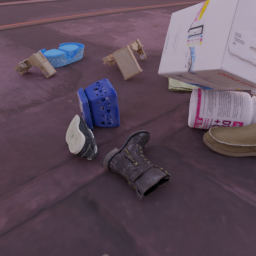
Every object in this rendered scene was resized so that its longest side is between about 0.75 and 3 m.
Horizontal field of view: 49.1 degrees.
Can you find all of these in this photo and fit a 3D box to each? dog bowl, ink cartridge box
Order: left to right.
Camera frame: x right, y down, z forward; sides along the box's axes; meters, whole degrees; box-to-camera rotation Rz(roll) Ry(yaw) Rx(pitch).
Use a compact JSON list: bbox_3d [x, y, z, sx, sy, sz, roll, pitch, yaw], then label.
[{"bbox_3d":[-3.442,-3.830,14.691,1.479,0.658,2.654,23,40,31],"label":"dog bowl"},{"bbox_3d":[2.654,-2.312,8.135,2.073,2.037,2.816,12,3,-28],"label":"ink cartridge box"}]

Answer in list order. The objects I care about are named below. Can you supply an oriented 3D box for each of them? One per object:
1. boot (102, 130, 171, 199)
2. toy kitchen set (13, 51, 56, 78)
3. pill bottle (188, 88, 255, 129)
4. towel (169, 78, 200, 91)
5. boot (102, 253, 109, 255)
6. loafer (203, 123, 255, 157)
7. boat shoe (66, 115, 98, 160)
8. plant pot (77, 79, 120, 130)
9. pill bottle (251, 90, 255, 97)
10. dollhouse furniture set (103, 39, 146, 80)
[{"bbox_3d":[0.437,0.940,7.424,1.654,0.658,1.900,29,50,32],"label":"boot"},{"bbox_3d":[-4.376,-2.574,12.902,1.362,1.229,1.111,-30,16,30],"label":"toy kitchen set"},{"bbox_3d":[3.171,-0.545,9.005,2.292,1.299,1.299,6,33,9],"label":"pill bottle"},{"bbox_3d":[2.429,-2.074,12.263,1.355,0.333,1.827,4,33,4],"label":"towel"},{"bbox_3d":[-0.269,2.740,4.735,1.033,0.411,1.187,20,35,28],"label":"boot"},{"bbox_3d":[3.606,0.258,8.094,2.744,0.925,1.043,5,33,8],"label":"loafer"},{"bbox_3d":[-1.409,0.263,8.492,0.724,0.769,2.140,27,14,-27],"label":"boat shoe"},{"bbox_3d":[-1.013,-0.755,9.411,1.159,1.289,1.290,-15,35,-11],"label":"plant pot"},{"bbox_3d":[5.646,-1.282,10.372,1.066,1.066,1.843,-22,38,-30],"label":"pill bottle"},{"bbox_3d":[-0.037,-3.298,13.658,1.511,1.290,2.915,-23,17,22],"label":"dollhouse furniture set"}]
